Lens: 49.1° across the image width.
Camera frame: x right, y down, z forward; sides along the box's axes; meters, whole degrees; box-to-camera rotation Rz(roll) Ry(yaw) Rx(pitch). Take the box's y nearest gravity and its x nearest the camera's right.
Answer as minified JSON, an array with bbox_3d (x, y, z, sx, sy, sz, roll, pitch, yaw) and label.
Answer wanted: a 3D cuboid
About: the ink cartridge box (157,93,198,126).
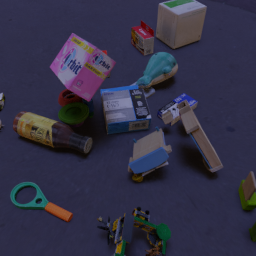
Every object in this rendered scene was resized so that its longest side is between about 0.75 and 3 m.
[{"bbox_3d":[1.882,-0.727,10.641,1.513,0.334,0.711,-33,56,-28],"label":"ink cartridge box"}]

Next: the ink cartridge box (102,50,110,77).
[{"bbox_3d":[-1.748,-3.093,12.790,1.786,0.552,2.202,-5,49,-5],"label":"ink cartridge box"}]

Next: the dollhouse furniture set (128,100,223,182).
[{"bbox_3d":[1.341,0.716,9.126,2.519,1.644,2.378,-29,21,14],"label":"dollhouse furniture set"}]

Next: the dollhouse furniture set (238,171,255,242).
[{"bbox_3d":[4.504,1.999,7.344,2.582,1.296,1.692,3,46,3],"label":"dollhouse furniture set"}]

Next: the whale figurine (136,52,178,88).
[{"bbox_3d":[1.119,-2.406,11.568,2.025,1.051,1.611,-39,27,-26],"label":"whale figurine"}]

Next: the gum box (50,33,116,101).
[{"bbox_3d":[-1.468,-1.919,8.462,1.346,0.784,2.371,-54,38,7],"label":"gum box"}]

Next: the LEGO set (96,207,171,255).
[{"bbox_3d":[0.024,3.164,6.568,1.740,1.311,2.263,21,45,-20],"label":"LEGO set"}]

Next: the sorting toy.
[{"bbox_3d":[-1.852,-0.628,10.218,1.260,0.861,2.098,-13,43,-6],"label":"sorting toy"}]

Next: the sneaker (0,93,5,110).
[{"bbox_3d":[-5.098,-1.003,10.946,0.409,0.360,0.968,-10,38,-1],"label":"sneaker"}]

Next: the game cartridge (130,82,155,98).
[{"bbox_3d":[0.607,-1.618,11.614,0.664,0.202,0.996,-33,54,-32],"label":"game cartridge"}]

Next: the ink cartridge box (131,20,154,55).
[{"bbox_3d":[0.694,-4.396,13.590,0.559,1.171,1.334,-21,49,-19],"label":"ink cartridge box"}]

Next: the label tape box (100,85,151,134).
[{"bbox_3d":[-0.151,-0.911,10.372,1.562,0.721,2.181,-8,57,-7],"label":"label tape box"}]

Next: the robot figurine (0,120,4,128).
[{"bbox_3d":[-4.940,-0.167,9.953,0.972,0.549,0.824,9,14,9],"label":"robot figurine"}]

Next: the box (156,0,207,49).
[{"bbox_3d":[2.599,-5.265,13.967,1.815,1.824,1.563,-24,52,-22],"label":"box"}]

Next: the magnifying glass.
[{"bbox_3d":[-2.468,2.133,7.979,2.013,0.225,0.801,21,49,18],"label":"magnifying glass"}]

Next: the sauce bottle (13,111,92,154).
[{"bbox_3d":[-2.519,0.171,9.378,2.741,0.905,0.905,16,48,18],"label":"sauce bottle"}]
